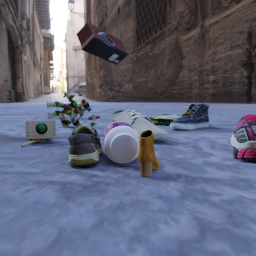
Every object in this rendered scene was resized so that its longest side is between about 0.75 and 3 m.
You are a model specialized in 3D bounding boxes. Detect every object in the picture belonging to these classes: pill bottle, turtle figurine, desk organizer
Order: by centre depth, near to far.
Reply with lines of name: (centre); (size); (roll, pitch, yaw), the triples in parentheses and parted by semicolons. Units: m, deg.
pill bottle: (-0.124, 0.267, 5.434); (0.706, 0.706, 1.255); (-1, 7, -5)
desk organizer: (-1.276, -4.327, 14.548); (0.979, 1.052, 2.731); (-36, -26, 28)
turtle figurine: (-3.462, -1.255, 15.494); (2.011, 2.074, 1.493); (-6, -25, -17)

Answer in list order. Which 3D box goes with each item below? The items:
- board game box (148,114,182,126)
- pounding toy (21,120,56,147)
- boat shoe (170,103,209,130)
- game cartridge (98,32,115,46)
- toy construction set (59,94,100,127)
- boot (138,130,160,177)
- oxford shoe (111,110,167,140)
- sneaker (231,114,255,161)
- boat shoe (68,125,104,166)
board game box: (1.879, -0.399, 12.941); (1.507, 0.337, 2.876); (1, 6, 27)
pounding toy: (-2.349, 0.157, 7.318); (0.858, 0.663, 0.932); (-2, -4, -21)
boat shoe: (2.351, -0.459, 10.652); (2.073, 0.941, 0.733); (-6, 9, -41)
game cartridge: (-1.004, -4.098, 12.950); (0.537, 0.163, 0.806); (18, -19, 51)
toy construction set: (-2.024, -0.473, 11.176); (1.127, 1.223, 1.467); (-10, -22, 39)
boot: (0.364, 0.368, 4.666); (0.337, 0.685, 0.957); (2, 7, 12)
oxford shoe: (0.181, -0.113, 8.365); (1.058, 0.813, 2.815); (0, 8, -25)
sneaker: (2.800, 0.094, 6.159); (0.958, 0.887, 2.376); (2, 6, 18)
boat shoe: (-0.855, 0.264, 5.698); (0.704, 0.648, 1.971); (-1, 7, -5)
